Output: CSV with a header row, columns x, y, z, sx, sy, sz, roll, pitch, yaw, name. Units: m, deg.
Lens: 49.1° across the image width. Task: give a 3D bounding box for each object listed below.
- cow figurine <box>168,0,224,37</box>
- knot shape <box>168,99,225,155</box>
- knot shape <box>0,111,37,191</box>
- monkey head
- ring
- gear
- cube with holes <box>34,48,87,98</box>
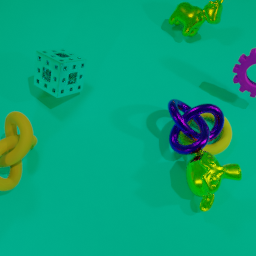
x,y,z,sx,sy,sz,roll,pitch,yaw,name
2.048,-3.415,8.331,1.422,1.400,0.781,48,37,19,cow figurine
1.666,-0.091,6.765,1.398,0.690,1.494,-5,70,-9,knot shape
-2.505,0.395,6.136,0.771,1.562,1.669,22,23,-11,knot shape
1.863,1.050,6.242,1.092,0.915,1.519,2,66,-7,monkey head
1.967,0.068,7.177,1.360,0.272,1.360,0,63,0,ring
3.229,-1.324,6.833,1.256,1.256,0.232,26,48,13,gear
-1.771,-1.464,7.329,0.914,0.914,0.914,29,32,25,cube with holes
